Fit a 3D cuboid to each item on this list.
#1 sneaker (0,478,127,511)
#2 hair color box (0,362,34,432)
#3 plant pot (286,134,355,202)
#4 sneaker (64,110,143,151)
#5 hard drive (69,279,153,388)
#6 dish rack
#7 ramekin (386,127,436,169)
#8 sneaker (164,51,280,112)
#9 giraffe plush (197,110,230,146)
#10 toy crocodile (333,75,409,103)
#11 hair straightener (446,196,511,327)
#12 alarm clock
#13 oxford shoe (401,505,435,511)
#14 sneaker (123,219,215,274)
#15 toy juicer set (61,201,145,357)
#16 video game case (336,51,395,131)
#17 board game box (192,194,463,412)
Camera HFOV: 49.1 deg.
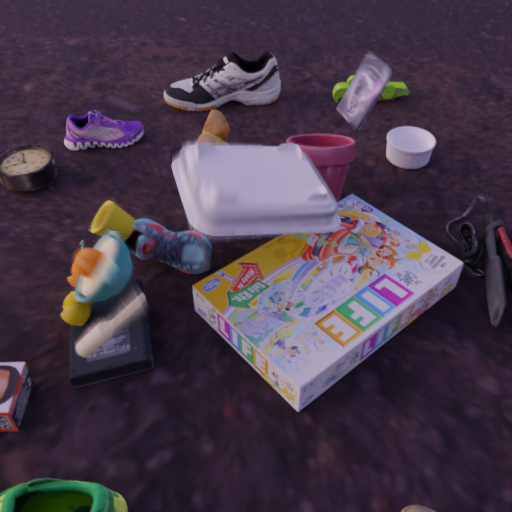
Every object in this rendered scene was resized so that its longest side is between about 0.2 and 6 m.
[{"bbox_3d":[-2.538,2.661,5.619,2.374,0.992,0.879,-10,45,-9],"label":"sneaker"},{"bbox_3d":[-3.660,1.758,6.955,1.512,0.463,0.767,-1,43,-2],"label":"hair color box"},{"bbox_3d":[1.098,-1.497,9.798,1.200,1.074,1.200,0,24,0],"label":"plant pot"},{"bbox_3d":[-3.117,-2.605,11.370,1.613,0.713,0.649,-8,43,-10],"label":"sneaker"},{"bbox_3d":[-2.051,1.020,7.822,1.065,0.251,1.525,-13,45,-5],"label":"hard drive"},{"bbox_3d":[0.020,-1.071,8.049,2.232,0.486,1.915,-3,44,-19],"label":"dish rack"},{"bbox_3d":[3.014,-2.114,11.033,0.933,0.455,0.933,0,43,0],"label":"ramekin"},{"bbox_3d":[-0.780,-3.995,12.513,2.647,1.160,1.001,-10,46,-8],"label":"sneaker"},{"bbox_3d":[-0.347,-1.444,9.693,1.486,1.581,1.832,21,2,-4],"label":"giraffe plush"},{"bbox_3d":[2.616,-3.756,12.770,1.759,0.543,0.594,-4,41,-11],"label":"toy crocodile"},{"bbox_3d":[3.546,-0.037,8.751,1.097,0.583,2.851,4,44,5],"label":"hair straightener"},{"bbox_3d":[-4.406,-1.677,10.540,1.525,0.508,1.029,26,50,23],"label":"alarm clock"},{"bbox_3d":[2.258,3.103,5.318,0.722,0.766,2.048,-33,53,-30],"label":"oxford shoe"},{"bbox_3d":[-1.462,-0.079,8.591,1.730,0.686,0.826,14,17,27],"label":"sneaker"},{"bbox_3d":[-2.163,0.367,7.256,0.666,1.557,2.448,30,17,-30],"label":"toy juicer set"},{"bbox_3d":[1.935,-2.964,10.067,0.113,1.195,0.854,11,35,-31],"label":"video game case"},{"bbox_3d":[1.072,0.457,8.230,3.329,0.570,2.238,-31,51,-28],"label":"board game box"}]
